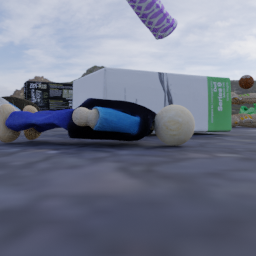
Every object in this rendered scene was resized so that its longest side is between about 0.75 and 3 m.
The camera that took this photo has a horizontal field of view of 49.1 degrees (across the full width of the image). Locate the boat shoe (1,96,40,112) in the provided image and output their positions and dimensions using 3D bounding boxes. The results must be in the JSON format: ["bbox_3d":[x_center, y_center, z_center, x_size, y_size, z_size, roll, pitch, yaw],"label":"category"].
[{"bbox_3d":[-4.569,-0.559,9.704,2.923,1.052,0.994,0,2,-18],"label":"boat shoe"}]

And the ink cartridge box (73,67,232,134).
[{"bbox_3d":[0.303,-0.340,4.276,2.016,0.847,1.471,-1,1,-27],"label":"ink cartridge box"}]

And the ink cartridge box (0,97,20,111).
[{"bbox_3d":[-4.109,-0.429,7.802,1.770,0.600,1.026,1,-19,16],"label":"ink cartridge box"}]

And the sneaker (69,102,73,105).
[{"bbox_3d":[0.128,-0.367,6.506,2.673,0.803,1.394,-5,9,-35],"label":"sneaker"}]

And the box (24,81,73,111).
[{"bbox_3d":[-3.065,-0.944,11.351,2.131,1.745,0.918,-1,2,-26],"label":"box"}]

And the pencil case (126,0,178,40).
[{"bbox_3d":[0.643,-3.613,8.234,2.135,0.913,0.896,44,-16,-31],"label":"pencil case"}]

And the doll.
[{"bbox_3d":[-0.245,-0.060,2.366,1.587,0.385,1.083,0,3,20],"label":"doll"}]

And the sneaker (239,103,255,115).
[{"bbox_3d":[6.408,-0.698,13.339,1.033,1.166,2.790,0,2,-32],"label":"sneaker"}]

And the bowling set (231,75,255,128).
[{"bbox_3d":[3.504,-0.858,9.488,1.390,1.802,2.589,-2,-2,-8],"label":"bowling set"}]
